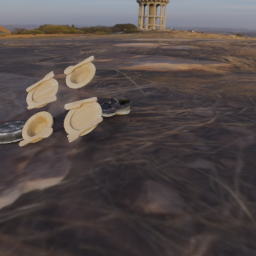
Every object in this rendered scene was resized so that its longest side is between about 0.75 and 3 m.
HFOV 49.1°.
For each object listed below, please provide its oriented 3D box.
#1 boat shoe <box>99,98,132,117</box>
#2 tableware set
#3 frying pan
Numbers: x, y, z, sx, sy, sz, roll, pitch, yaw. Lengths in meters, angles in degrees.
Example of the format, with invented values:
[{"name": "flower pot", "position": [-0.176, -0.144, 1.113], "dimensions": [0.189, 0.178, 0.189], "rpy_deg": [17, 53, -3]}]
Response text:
[{"name": "boat shoe", "position": [-0.520, -0.765, 9.564], "dimensions": [1.714, 0.556, 0.617], "rpy_deg": [-7, 36, -46]}, {"name": "tableware set", "position": [-1.923, -0.732, 7.905], "dimensions": [2.469, 0.343, 2.955], "rpy_deg": [-20, 52, 12]}, {"name": "frying pan", "position": [-3.018, -0.019, 8.398], "dimensions": [2.165, 0.352, 1.310], "rpy_deg": [-19, 26, -31]}]
